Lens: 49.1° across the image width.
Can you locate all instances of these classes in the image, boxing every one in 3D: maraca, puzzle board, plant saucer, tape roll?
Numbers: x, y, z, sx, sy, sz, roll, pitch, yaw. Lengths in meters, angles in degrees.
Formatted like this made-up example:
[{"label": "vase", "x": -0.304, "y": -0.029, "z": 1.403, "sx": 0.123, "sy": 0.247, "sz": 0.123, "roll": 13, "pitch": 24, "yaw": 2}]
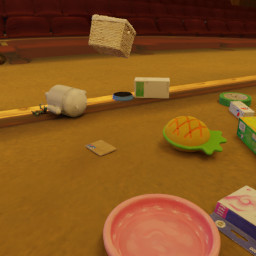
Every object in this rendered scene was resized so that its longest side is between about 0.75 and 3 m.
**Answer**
[{"label": "maraca", "x": 2.207, "y": 0.268, "z": 9.450, "sx": 2.102, "sy": 1.124, "sz": 1.441, "roll": 19, "pitch": 48, "yaw": 25}, {"label": "puzzle board", "x": -0.942, "y": 0.694, "z": 9.767, "sx": 0.715, "sy": 0.083, "sz": 0.949, "roll": -20, "pitch": 30, "yaw": -36}, {"label": "plant saucer", "x": 0.649, "y": 2.220, "z": 5.620, "sx": 2.268, "sy": 0.575, "sz": 2.268, "roll": -1, "pitch": 24, "yaw": 0}, {"label": "tape roll", "x": 5.472, "y": -1.441, "z": 14.320, "sx": 1.550, "sy": 0.372, "sz": 1.550, "roll": 1, "pitch": 24, "yaw": 0}]

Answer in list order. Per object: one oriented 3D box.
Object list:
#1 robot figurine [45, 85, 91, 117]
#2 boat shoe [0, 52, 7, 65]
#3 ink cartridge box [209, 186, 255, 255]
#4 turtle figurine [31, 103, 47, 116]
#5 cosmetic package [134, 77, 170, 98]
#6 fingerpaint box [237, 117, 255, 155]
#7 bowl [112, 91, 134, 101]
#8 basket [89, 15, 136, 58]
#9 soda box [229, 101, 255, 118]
[{"label": "robot figurine", "x": -2.756, "y": -1.242, "z": 12.708, "sx": 2.239, "sy": 1.264, "sz": 1.899, "roll": 17, "pitch": 48, "yaw": 34}, {"label": "boat shoe", "x": -4.190, "y": -2.373, "z": 8.774, "sx": 0.292, "sy": 0.858, "sz": 0.309, "roll": -31, "pitch": 9, "yaw": 25}, {"label": "ink cartridge box", "x": 2.894, "y": 2.050, "z": 6.307, "sx": 1.655, "sy": 0.358, "sz": 1.625, "roll": -15, "pitch": 28, "yaw": -34}, {"label": "turtle figurine", "x": -3.967, "y": -0.868, "z": 12.927, "sx": 0.655, "sy": 0.440, "sz": 0.875, "roll": 6, "pitch": 36, "yaw": 48}, {"label": "cosmetic package", "x": 1.304, "y": -2.197, "z": 15.275, "sx": 1.879, "sy": 1.011, "sz": 0.797, "roll": 1, "pitch": 23, "yaw": 6}, {"label": "fingerpaint box", "x": 5.087, "y": 0.338, "z": 9.670, "sx": 1.802, "sy": 0.792, "sz": 2.160, "roll": -2, "pitch": 24, "yaw": -3}, {"label": "bowl", "x": -0.276, "y": -1.736, "z": 15.183, "sx": 1.161, "sy": 0.228, "sz": 1.161, "roll": 0, "pitch": 23, "yaw": 0}, {"label": "basket", "x": -0.375, "y": -2.103, "z": 6.516, "sx": 0.855, "sy": 0.687, "sz": 0.847, "roll": 15, "pitch": 3, "yaw": 16}, {"label": "soda box", "x": 5.107, "y": -0.758, "z": 12.624, "sx": 0.498, "sy": 0.466, "sz": 1.463, "roll": -1, "pitch": 23, "yaw": -3}]
